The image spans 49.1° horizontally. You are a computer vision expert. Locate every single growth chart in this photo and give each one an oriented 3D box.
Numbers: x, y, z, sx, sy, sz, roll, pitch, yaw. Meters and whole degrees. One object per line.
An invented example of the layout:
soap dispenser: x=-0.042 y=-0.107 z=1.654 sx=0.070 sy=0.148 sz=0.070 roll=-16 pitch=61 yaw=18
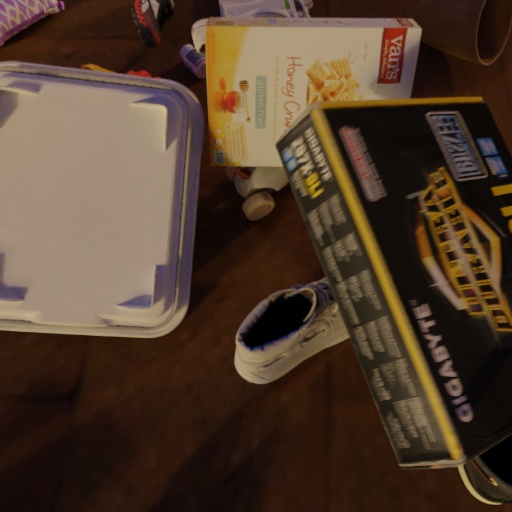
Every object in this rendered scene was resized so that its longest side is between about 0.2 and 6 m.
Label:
growth chart: x=0.160 y=-5.218 z=11.754 sx=2.178 sy=0.267 sz=3.009 roll=-2 pitch=62 yaw=-2

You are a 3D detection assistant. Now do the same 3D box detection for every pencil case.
pencil case: x=-4.789 y=-4.874 z=11.335 sx=1.767 sy=0.741 sz=0.755 roll=-42 pitch=86 yaw=-17

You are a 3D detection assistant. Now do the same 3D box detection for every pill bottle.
pill bottle: x=-1.178 y=-3.809 z=10.931 sx=0.404 sy=0.404 sz=0.675 roll=-34 pitch=68 yaw=-16

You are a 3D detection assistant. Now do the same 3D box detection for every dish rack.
dish rack: x=-2.481 y=-0.761 z=7.917 sx=3.342 sy=0.848 sz=3.894 roll=4 pitch=92 yaw=-10

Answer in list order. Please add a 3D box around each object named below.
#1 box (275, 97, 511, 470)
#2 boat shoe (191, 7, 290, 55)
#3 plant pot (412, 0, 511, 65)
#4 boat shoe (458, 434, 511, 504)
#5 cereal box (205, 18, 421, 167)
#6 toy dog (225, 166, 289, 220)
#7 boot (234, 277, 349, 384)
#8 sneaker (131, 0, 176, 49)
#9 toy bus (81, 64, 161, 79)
box: x=2.347 y=0.033 z=6.874 sx=3.196 sy=0.988 sz=4.003 roll=-11 pitch=76 yaw=-36
boat shoe: x=-0.201 y=-3.410 z=8.672 sx=1.564 sy=0.554 sz=0.546 roll=-9 pitch=66 yaw=-5
plant pot: x=3.871 y=-4.501 z=10.806 sx=1.553 sy=1.447 sz=1.447 roll=23 pitch=62 yaw=40
boat shoe: x=2.977 y=1.665 z=7.734 sx=1.184 sy=1.014 sz=3.237 roll=-9 pitch=61 yaw=-7
cereal box: x=0.766 y=-2.351 z=8.257 sx=2.950 sy=2.122 sz=0.583 roll=0 pitch=36 yaw=0
toy dog: x=0.404 y=-1.583 z=9.109 sx=1.424 sy=1.040 sz=2.160 roll=40 pitch=88 yaw=17
boot: x=0.871 y=0.790 z=8.003 sx=2.712 sy=1.296 sz=0.997 roll=-35 pitch=68 yaw=-17
sneaker: x=-2.063 y=-4.982 z=11.402 sx=0.900 sy=0.651 sz=1.842 roll=-11 pitch=61 yaw=-3
toy bus: x=-2.793 y=-2.508 z=9.656 sx=2.516 sy=1.707 sz=2.415 roll=25 pitch=52 yaw=15
